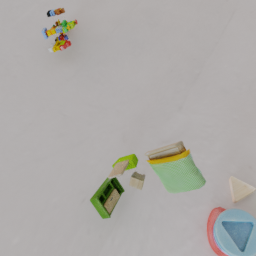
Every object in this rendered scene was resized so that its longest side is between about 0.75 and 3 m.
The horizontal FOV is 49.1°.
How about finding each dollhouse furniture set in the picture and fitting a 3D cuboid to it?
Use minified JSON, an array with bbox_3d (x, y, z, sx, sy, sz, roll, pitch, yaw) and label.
[{"bbox_3d":[0.290,1.041,5.162,2.039,1.019,0.787,-20,18,31],"label":"dollhouse furniture set"}]

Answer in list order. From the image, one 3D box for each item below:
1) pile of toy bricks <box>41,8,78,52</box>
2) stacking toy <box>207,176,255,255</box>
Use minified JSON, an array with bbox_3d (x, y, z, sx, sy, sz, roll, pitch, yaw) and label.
[{"bbox_3d":[-1.886,-2.996,8.283,0.819,0.920,1.658,-8,42,13],"label":"pile of toy bricks"},{"bbox_3d":[2.704,1.821,5.361,2.082,0.879,1.885,18,59,11],"label":"stacking toy"}]
